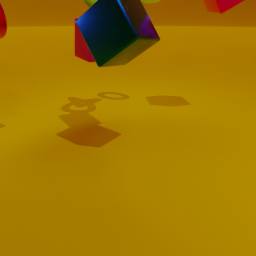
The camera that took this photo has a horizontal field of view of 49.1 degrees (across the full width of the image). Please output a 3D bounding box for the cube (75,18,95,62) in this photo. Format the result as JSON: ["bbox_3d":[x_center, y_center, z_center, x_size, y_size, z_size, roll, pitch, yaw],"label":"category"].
[{"bbox_3d":[-0.740,-2.228,7.086,0.957,0.957,0.957,-9,26,-29],"label":"cube"}]

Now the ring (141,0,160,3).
[{"bbox_3d":[0.713,-4.488,8.564,1.375,1.375,0.275,5,-5,13],"label":"ring"}]

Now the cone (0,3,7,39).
[{"bbox_3d":[-3.746,-2.267,5.838,1.605,1.605,1.611,14,47,31],"label":"cone"}]

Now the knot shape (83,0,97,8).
[{"bbox_3d":[-0.554,-3.590,8.072,0.890,1.926,1.802,-12,-26,17],"label":"knot shape"}]

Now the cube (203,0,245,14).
[{"bbox_3d":[2.767,-4.075,8.054,1.062,1.062,1.062,-29,26,7],"label":"cube"}]

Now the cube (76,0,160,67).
[{"bbox_3d":[-0.188,-2.003,5.777,1.070,1.070,1.070,-28,-1,33],"label":"cube"}]
